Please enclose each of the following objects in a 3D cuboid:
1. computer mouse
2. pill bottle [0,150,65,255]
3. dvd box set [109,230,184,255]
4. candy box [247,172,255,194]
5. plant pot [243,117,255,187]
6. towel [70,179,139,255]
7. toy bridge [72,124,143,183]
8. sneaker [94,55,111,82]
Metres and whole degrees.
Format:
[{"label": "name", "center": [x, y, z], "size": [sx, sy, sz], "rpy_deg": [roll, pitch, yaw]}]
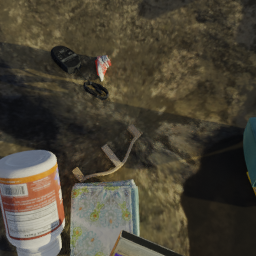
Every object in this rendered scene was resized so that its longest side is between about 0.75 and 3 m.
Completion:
[{"label": "computer mouse", "center": [-1.876, -2.066, 10.746], "size": [2.941, 0.500, 0.862], "rpy_deg": [46, 53, 9]}, {"label": "pill bottle", "center": [-2.747, 2.281, 8.109], "size": [1.678, 1.678, 2.991], "rpy_deg": [-4, 105, -1]}, {"label": "dvd box set", "center": [0.203, 4.448, 7.800], "size": [2.071, 0.416, 2.830], "rpy_deg": [23, 103, 0]}, {"label": "candy box", "center": [5.517, 1.782, 9.504], "size": [2.592, 0.342, 1.325], "rpy_deg": [-14, 69, -5]}, {"label": "plant pot", "center": [4.635, 0.643, 9.178], "size": [1.435, 1.436, 2.032], "rpy_deg": [-5, 51, 2]}, {"label": "towel", "center": [-0.727, 2.981, 9.002], "size": [2.181, 0.613, 2.548], "rpy_deg": [-3, 72, 2]}, {"label": "toy bridge", "center": [-0.553, 0.990, 9.743], "size": [2.764, 0.376, 0.929], "rpy_deg": [-38, 79, -11]}, {"label": "sneaker", "center": [-0.930, -2.329, 10.819], "size": [0.583, 0.363, 1.088], "rpy_deg": [-12, 70, -1]}]
